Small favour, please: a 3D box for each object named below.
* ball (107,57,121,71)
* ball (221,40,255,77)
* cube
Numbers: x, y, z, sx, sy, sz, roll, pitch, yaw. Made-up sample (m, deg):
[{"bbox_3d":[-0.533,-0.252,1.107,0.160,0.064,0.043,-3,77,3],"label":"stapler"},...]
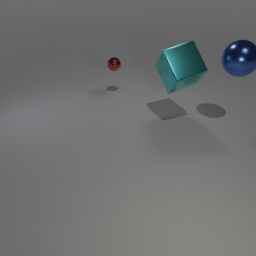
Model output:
[{"bbox_3d":[-0.702,-3.268,14.361,0.700,0.700,0.700,0,31,0],"label":"ball"},{"bbox_3d":[4.355,-2.685,10.836,1.400,1.400,1.400,0,31,0],"label":"ball"},{"bbox_3d":[2.141,-2.454,11.466,1.400,1.400,1.400,-21,80,-11],"label":"cube"}]
